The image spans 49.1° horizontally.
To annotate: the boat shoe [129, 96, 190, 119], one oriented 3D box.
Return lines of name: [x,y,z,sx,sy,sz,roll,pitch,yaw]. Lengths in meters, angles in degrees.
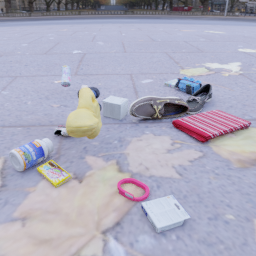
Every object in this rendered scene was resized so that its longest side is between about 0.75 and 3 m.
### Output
boat shoe: [1.312,-0.791,11.471,2.555,0.918,0.760,-5,24,-23]

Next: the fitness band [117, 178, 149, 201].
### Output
fitness band: [0.135,1.637,7.484,0.922,0.172,0.662,22,32,35]

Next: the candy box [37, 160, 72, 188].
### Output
candy box: [-2.131,1.298,8.053,0.533,0.138,1.043,-33,43,-33]

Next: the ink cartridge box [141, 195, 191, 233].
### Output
ink cartridge box: [0.890,2.021,6.684,0.886,0.192,0.870,-8,28,-20]

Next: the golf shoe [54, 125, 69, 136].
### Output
golf shoe: [-2.191,0.153,10.199,1.031,0.374,0.475,0,30,19]

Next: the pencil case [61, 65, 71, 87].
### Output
pencil case: [-3.085,-2.579,13.932,0.458,0.500,1.103,-21,60,28]

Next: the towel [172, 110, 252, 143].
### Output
towel: [3.215,-0.149,10.860,2.564,0.288,1.854,-14,28,-29]

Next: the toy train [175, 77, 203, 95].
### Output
toy train: [3.122,-2.202,14.521,0.880,0.668,1.541,-27,37,-32]

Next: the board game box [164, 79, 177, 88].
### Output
board game box: [2.598,-2.478,15.560,1.008,0.173,0.678,-22,34,-37]

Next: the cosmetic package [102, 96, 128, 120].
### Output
cosmetic package: [-0.527,-0.857,11.763,0.860,0.716,0.720,14,30,23]

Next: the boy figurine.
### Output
boy figurine: [-1.304,-0.387,8.927,0.930,1.795,2.887,-5,24,1]

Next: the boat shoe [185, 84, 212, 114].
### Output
boat shoe: [3.209,-1.388,12.792,0.854,0.728,2.553,17,31,29]

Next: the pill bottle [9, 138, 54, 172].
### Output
pill bottle: [-2.918,0.766,8.591,0.689,0.689,1.229,19,33,33]
